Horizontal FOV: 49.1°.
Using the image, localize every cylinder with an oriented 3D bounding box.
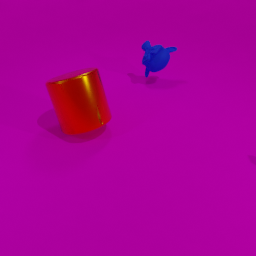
[{"bbox_3d":[-1.181,-0.678,6.850,1.303,1.303,1.303,-13,19,5],"label":"cylinder"}]

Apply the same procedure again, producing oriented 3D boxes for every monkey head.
[{"bbox_3d":[0.871,-2.354,9.169,0.839,1.392,1.002,28,30,-45],"label":"monkey head"}]
